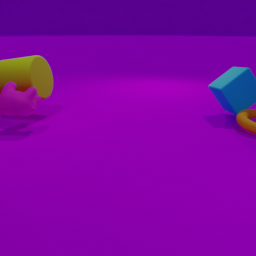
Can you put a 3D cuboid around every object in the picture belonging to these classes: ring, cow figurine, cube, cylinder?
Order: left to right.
[{"bbox_3d":[-3.258,-0.540,7.609,1.462,0.803,1.439,13,60,11],"label":"cow figurine"},{"bbox_3d":[-3.332,-1.545,8.952,1.365,1.365,1.365,-3,19,16],"label":"cylinder"},{"bbox_3d":[3.411,-1.190,8.877,1.051,1.051,1.051,-38,14,5],"label":"cube"},{"bbox_3d":[3.845,-0.159,7.954,1.466,0.293,1.466,3,27,-2],"label":"ring"}]
